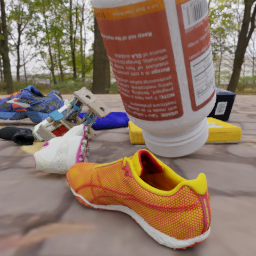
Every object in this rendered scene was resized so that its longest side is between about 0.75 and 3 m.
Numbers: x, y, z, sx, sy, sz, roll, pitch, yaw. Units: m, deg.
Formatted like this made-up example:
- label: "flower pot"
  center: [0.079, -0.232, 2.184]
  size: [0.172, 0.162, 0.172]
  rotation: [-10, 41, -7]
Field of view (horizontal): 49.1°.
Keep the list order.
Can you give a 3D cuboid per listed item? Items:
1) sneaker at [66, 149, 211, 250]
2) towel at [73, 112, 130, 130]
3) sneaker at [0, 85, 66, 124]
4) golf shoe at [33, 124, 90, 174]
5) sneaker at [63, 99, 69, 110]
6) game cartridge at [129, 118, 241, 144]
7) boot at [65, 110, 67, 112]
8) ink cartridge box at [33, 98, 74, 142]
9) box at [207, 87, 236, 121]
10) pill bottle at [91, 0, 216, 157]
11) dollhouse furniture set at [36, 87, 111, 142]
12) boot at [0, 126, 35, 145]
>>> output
- label: "sneaker"
  center: [0.023, 0.519, 2.821]
  size: [1.835, 0.708, 0.670]
  rotation: [6, 11, 43]
- label: "towel"
  center: [-0.679, -0.285, 9.061]
  size: [1.875, 0.464, 1.384]
  rotation: [-6, 10, -36]
- label: "sneaker"
  center: [-3.424, -0.855, 9.350]
  size: [2.974, 1.166, 1.120]
  rotation: [6, 10, 6]
- label: "golf shoe"
  center: [-1.020, 0.306, 4.564]
  size: [0.786, 0.647, 1.718]
  rotation: [-4, 7, -4]
- label: "sneaker"
  center: [-3.348, -0.927, 12.852]
  size: [1.045, 0.693, 1.836]
  rotation: [-5, 4, -25]
- label: "game cartridge"
  center: [1.266, 0.022, 7.226]
  size: [2.478, 0.402, 2.185]
  rotation: [1, 8, -2]
- label: "boot"
  center: [-2.642, -0.563, 11.127]
  size: [1.147, 0.424, 0.940]
  rotation: [9, 12, 13]
- label: "ink cartridge box"
  center: [-1.732, -0.244, 6.970]
  size: [1.323, 0.317, 0.963]
  rotation: [-37, 16, -9]
- label: "box"
  center: [2.618, -1.006, 10.337]
  size: [1.840, 1.134, 1.825]
  rotation: [-7, 25, -43]
- label: "pill bottle"
  center: [0.570, -0.980, 4.646]
  size: [1.622, 2.892, 1.622]
  rotation: [-12, 34, 8]
- label: "dollhouse furniture set"
  center: [-1.147, -0.144, 6.157]
  size: [0.870, 0.875, 1.242]
  rotation: [40, 34, 4]
- label: "boot"
  center: [-2.586, 0.200, 6.423]
  size: [0.819, 0.326, 0.993]
  rotation: [-5, 14, -20]
